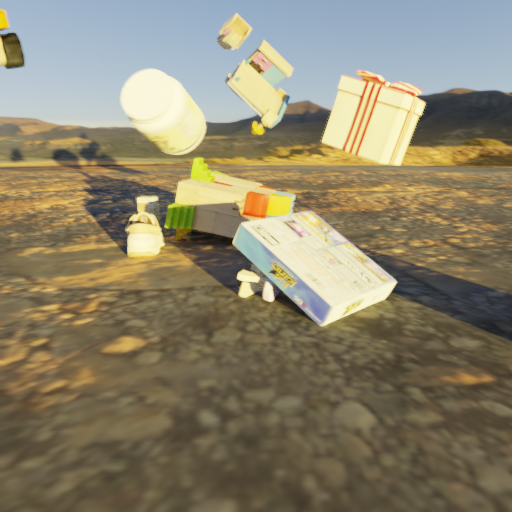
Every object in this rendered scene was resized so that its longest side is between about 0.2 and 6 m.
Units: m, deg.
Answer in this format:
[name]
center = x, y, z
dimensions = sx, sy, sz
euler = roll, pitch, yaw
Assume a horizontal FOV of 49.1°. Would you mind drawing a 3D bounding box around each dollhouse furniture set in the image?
[dollhouse furniture set]
center = -0.426, -3.928, 12.948
dimensions = 1.430, 2.069, 2.191
euler = -31, 30, 42

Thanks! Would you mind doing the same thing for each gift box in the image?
[gift box]
center = 2.314, -2.732, 11.008
dimensions = 1.509, 1.527, 1.636
euler = 25, 19, 21

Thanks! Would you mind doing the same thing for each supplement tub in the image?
[supplement tub]
center = -2.212, -3.443, 13.542
dimensions = 1.456, 1.456, 2.008
euler = 3, -11, 16

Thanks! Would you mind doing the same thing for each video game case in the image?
[video game case]
center = 0.739, 0.086, 6.994
dimensions = 1.440, 0.361, 1.588
euler = -14, 49, -46

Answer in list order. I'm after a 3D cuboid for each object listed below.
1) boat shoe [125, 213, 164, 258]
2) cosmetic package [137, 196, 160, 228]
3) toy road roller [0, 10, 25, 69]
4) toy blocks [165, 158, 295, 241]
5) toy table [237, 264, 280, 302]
[boat shoe]
center = -2.105, -0.478, 10.602
dimensions = 0.733, 0.688, 1.989
euler = -2, 12, -11
[cosmetic package]
center = -2.358, -0.892, 12.310
dimensions = 0.427, 0.813, 0.289
euler = 1, 14, 13
[toy road roller]
center = -3.513, -2.819, 6.893
dimensions = 0.902, 1.071, 1.468
euler = -20, 26, -29
[toy blocks]
center = -0.255, -1.017, 11.848
dimensions = 2.300, 1.682, 3.365
euler = 13, 14, 6
[toy table]
center = 0.085, 0.255, 7.230
dimensions = 0.466, 0.732, 0.796
euler = 20, 5, 14
